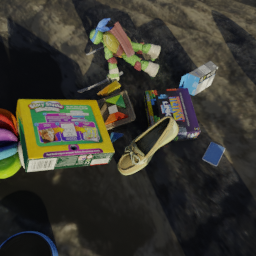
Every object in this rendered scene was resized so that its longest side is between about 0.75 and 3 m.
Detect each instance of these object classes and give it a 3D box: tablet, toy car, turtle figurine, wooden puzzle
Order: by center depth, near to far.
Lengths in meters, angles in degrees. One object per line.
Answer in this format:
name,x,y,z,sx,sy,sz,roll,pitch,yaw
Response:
toy car,-3.880,0.379,8.491,1.924,1.649,2.199,-11,57,-8
tablet,2.802,0.842,9.141,0.509,0.053,0.783,27,59,17
wooden puzzle,-0.538,-0.627,9.746,1.469,0.255,2.178,-28,62,3
turtle figurine,-0.306,-2.723,10.976,2.758,2.845,2.047,14,31,-14

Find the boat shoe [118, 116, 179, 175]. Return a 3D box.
boat shoe,0.527,0.513,8.523,2.302,0.724,0.840,-38,59,6

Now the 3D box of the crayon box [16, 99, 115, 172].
crayon box,-1.975,0.125,8.707,2.563,0.747,2.211,-2,51,-29

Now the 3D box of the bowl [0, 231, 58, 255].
bowl,-2.664,3.500,7.168,1.700,0.334,1.700,0,56,0

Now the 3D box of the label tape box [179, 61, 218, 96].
label tape box,2.553,-1.725,10.312,1.396,1.006,0.442,-31,63,-19

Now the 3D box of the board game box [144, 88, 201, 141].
board game box,1.476,-0.478,9.740,1.600,0.549,1.935,-6,56,-2
